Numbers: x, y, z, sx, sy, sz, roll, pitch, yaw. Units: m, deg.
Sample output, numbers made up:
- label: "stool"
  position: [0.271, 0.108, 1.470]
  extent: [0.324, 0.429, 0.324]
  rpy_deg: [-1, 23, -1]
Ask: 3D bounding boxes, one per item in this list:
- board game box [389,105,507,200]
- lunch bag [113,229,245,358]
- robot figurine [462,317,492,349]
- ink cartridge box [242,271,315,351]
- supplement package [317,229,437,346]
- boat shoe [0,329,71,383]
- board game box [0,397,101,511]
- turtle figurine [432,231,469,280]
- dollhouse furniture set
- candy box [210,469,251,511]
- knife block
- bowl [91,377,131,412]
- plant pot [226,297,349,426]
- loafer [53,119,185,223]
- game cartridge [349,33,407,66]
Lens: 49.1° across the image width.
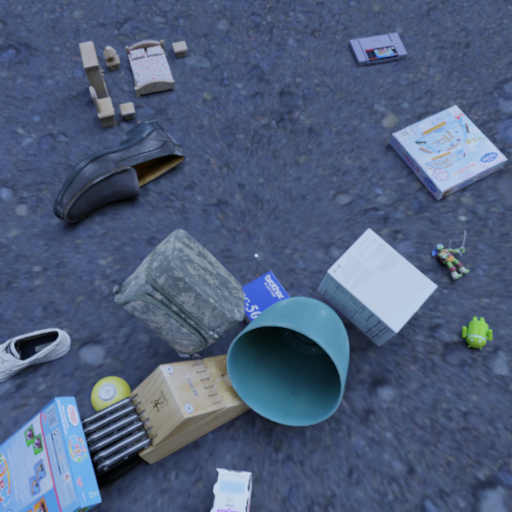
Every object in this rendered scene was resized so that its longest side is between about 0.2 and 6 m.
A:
- label: "board game box"
  position: [4.390, -2.408, 12.900]
  extent: [1.876, 0.386, 1.871]
  rpy_deg: [-25, 65, -13]
- label: "lunch bag"
  position: [-1.241, 0.731, 9.229]
  extent: [1.504, 1.793, 1.249]
  rpy_deg: [-37, 26, 21]
- label: "robot figurine"
  position: [4.265, 1.501, 10.810]
  extent: [0.548, 0.361, 0.625]
  rpy_deg: [5, 60, 28]
- label: "ink cartridge box"
  position: [0.432, 1.343, 10.833]
  extent: [0.935, 0.440, 1.989]
  rpy_deg: [-30, 67, -15]
- label: "supplement package"
  position: [2.029, 0.567, 9.645]
  extent: [1.482, 1.117, 1.125]
  rpy_deg: [42, 73, 12]
- label: "boat shoe"
  position: [-4.485, 1.844, 10.466]
  extent: [1.930, 0.634, 0.694]
  rpy_deg: [-15, 63, -8]
- label: "board game box"
  position: [-3.450, 3.526, 8.920]
  extent: [2.239, 0.410, 1.694]
  rpy_deg: [-39, 61, 26]
- label: "turtle figurine"
  position: [4.057, 0.029, 11.423]
  extent: [0.806, 0.580, 0.782]
  rpy_deg: [-34, 82, 28]
- label: "dollhouse furniture set"
  position: [-2.787, -4.546, 13.570]
  extent: [2.567, 1.253, 2.189]
  rpy_deg: [-15, 63, -8]
- label: "candy box"
  position: [-0.426, 4.267, 8.757]
  extent: [0.570, 1.337, 1.594]
  rpy_deg: [5, 62, 3]
- label: "knife block"
  position: [-1.673, 2.943, 9.834]
  extent: [2.693, 3.068, 0.982]
  rpy_deg: [-45, 63, 28]
- label: "bowl"
  position: [-2.684, 2.529, 10.238]
  extent: [0.735, 0.396, 0.735]
  rpy_deg: [0, 61, -1]
- label: "plant pot"
  position: [0.696, 1.591, 9.425]
  extent: [1.930, 1.930, 1.549]
  rpy_deg: [23, 31, 12]
- label: "loafer"
  position: [-2.934, -1.722, 12.150]
  extent: [1.143, 1.150, 3.161]
  rpy_deg: [40, 70, 14]
- label: "game cartridge"
  position: [3.181, -5.394, 14.619]
  extent: [1.321, 0.254, 0.856]
  rpy_deg: [-11, 58, -6]
